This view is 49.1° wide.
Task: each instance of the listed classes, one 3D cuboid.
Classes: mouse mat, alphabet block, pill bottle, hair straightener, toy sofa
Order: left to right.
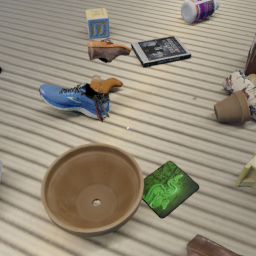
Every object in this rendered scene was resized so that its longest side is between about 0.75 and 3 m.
[{"bbox_3d":[-1.649,-5.696,15.238,1.140,1.134,1.161,-7,49,-9],"label":"alphabet block"},{"bbox_3d":[-0.886,-0.865,9.979,0.625,0.333,1.625,-34,37,11],"label":"hair straightener"},{"bbox_3d":[1.249,1.920,9.075,1.778,0.067,1.431,-32,56,-25],"label":"mouse mat"},{"bbox_3d":[4.243,-7.017,16.342,2.187,1.230,1.230,-24,52,-20],"label":"pill bottle"},{"bbox_3d":[4.810,1.872,8.388,1.339,1.137,2.745,-35,57,-26],"label":"toy sofa"}]

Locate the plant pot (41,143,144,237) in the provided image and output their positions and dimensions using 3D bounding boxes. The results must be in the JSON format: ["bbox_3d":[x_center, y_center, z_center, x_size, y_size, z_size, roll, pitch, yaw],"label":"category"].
[{"bbox_3d":[-0.986,1.917,8.225,2.846,1.314,2.846,1,48,-1],"label":"plant pot"}]

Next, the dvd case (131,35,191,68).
[{"bbox_3d":[1.646,-3.929,14.179,2.542,0.314,1.910,-14,50,-12],"label":"dvd case"}]

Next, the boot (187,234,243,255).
[{"bbox_3d":[2.346,3.831,6.896,2.189,0.703,2.040,20,38,13],"label":"boot"}]

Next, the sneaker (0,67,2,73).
[{"bbox_3d":[-6.403,-2.639,12.929,0.595,0.424,1.199,32,51,32],"label":"sneaker"}]

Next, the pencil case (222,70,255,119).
[{"bbox_3d":[4.977,-1.333,11.395,1.100,0.957,2.459,-27,51,-3],"label":"pencil case"}]

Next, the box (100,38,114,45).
[{"bbox_3d":[-0.994,-4.171,14.363,0.506,0.378,1.010,-22,53,-19],"label":"box"}]

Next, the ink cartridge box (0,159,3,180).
[{"bbox_3d":[-5.196,1.564,8.167,2.598,0.866,1.505,5,69,-14],"label":"ink cartridge box"}]

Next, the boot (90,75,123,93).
[{"bbox_3d":[-0.942,-1.629,11.911,1.418,0.544,1.101,13,65,-12],"label":"boot"}]

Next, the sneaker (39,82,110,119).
[{"bbox_3d":[-1.992,-1.316,10.799,2.767,1.233,1.087,12,41,-9],"label":"sneaker"}]

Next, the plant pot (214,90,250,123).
[{"bbox_3d":[3.945,-0.721,10.812,1.101,1.263,1.263,-15,47,11],"label":"plant pot"}]

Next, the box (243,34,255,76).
[{"bbox_3d":[6.642,-3.336,12.656,2.141,1.758,1.776,18,50,16],"label":"box"}]

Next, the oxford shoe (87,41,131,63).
[{"bbox_3d":[-0.648,-2.611,9.869,1.865,0.680,0.665,-7,11,-40],"label":"oxford shoe"}]

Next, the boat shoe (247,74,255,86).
[{"bbox_3d":[5.677,-1.854,12.111,0.634,0.571,1.758,2,46,-1],"label":"boat shoe"}]
